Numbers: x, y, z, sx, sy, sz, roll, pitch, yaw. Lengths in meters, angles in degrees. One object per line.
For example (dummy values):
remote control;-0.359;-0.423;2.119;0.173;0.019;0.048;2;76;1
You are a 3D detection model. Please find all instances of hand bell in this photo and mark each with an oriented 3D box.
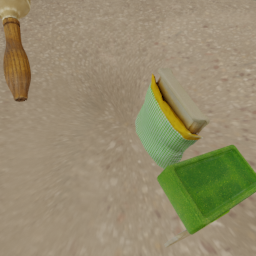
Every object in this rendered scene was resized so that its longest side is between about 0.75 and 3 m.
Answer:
hand bell;-2.224;-1.869;5.319;1.493;1.493;2.868;-9;77;-9

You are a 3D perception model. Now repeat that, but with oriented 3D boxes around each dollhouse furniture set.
dollhouse furniture set;0.362;0.291;3.023;0.840;1.096;1.673;-16;61;-29
